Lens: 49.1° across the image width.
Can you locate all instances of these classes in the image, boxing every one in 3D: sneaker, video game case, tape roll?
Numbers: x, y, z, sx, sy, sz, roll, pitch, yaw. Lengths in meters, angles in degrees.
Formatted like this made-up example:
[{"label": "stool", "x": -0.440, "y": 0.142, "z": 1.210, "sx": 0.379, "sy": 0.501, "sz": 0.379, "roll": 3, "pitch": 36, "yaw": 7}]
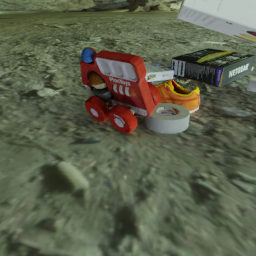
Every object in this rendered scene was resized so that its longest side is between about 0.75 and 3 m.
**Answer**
[{"label": "sneaker", "x": 1.033, "y": -1.092, "z": 8.512, "sx": 2.362, "sy": 0.911, "sz": 0.862, "roll": 10, "pitch": 29, "yaw": 23}, {"label": "video game case", "x": 0.737, "y": -2.324, "z": 11.519, "sx": 1.583, "sy": 0.397, "sz": 1.746, "roll": -12, "pitch": 29, "yaw": -22}, {"label": "tape roll", "x": 1.038, "y": -0.279, "z": 7.440, "sx": 1.161, "sy": 0.384, "sz": 1.161, "roll": 0, "pitch": 27, "yaw": 0}]

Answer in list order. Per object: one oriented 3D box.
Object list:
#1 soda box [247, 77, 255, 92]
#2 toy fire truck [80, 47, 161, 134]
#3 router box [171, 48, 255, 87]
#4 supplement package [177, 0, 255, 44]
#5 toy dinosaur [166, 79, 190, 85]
[{"label": "soda box", "x": 4.859, "y": -1.421, "z": 9.704, "sx": 1.286, "sy": 0.409, "sz": 0.438, "roll": 20, "pitch": 33, "yaw": 35}, {"label": "toy fire truck", "x": -0.343, "y": -1.104, "z": 6.993, "sx": 2.312, "sy": 1.942, "sz": 1.296, "roll": 23, "pitch": 57, "yaw": 39}, {"label": "router box", "x": 3.583, "y": -2.632, "z": 11.711, "sx": 2.315, "sy": 0.769, "sz": 2.945, "roll": 24, "pitch": 35, "yaw": 39}, {"label": "supplement package", "x": 1.249, "y": -1.206, "z": 2.530, "sx": 1.398, "sy": 0.766, "sz": 0.795, "roll": 19, "pitch": 15, "yaw": 2}, {"label": "toy dinosaur", "x": 1.853, "y": -1.745, "z": 10.575, "sx": 0.971, "sy": 0.230, "sz": 0.428, "roll": 6, "pitch": 13, "yaw": 12}]
